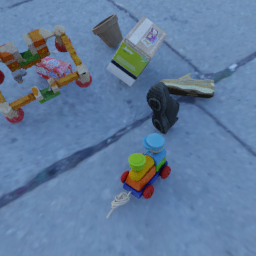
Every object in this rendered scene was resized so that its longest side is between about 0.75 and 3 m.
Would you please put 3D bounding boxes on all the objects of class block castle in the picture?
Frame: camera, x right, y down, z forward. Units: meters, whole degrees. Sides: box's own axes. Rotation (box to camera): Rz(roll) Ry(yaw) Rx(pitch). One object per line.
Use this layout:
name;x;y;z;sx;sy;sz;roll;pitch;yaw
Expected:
block castle;-2.757;-1.617;8.525;2.907;1.364;1.943;-29;85;-9

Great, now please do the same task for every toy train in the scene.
toy train;0.191;1.127;6.701;0.897;1.226;2.118;29;53;28

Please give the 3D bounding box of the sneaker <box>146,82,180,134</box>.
sneaker;1.031;-0.639;7.767;0.813;1.791;0.680;-37;55;-18

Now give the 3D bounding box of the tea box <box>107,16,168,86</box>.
tea box;0.299;-2.462;9.037;1.018;1.499;1.524;36;50;-6

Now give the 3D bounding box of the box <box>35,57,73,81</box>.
box;-2.502;-1.969;9.512;1.134;0.565;0.541;18;56;13

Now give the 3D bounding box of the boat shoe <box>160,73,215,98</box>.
boat shoe;1.866;-1.412;8.964;1.817;0.651;0.692;8;81;-7

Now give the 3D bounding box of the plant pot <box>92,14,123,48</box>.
plant pot;-0.662;-3.521;10.335;1.059;0.923;1.059;-28;28;16
